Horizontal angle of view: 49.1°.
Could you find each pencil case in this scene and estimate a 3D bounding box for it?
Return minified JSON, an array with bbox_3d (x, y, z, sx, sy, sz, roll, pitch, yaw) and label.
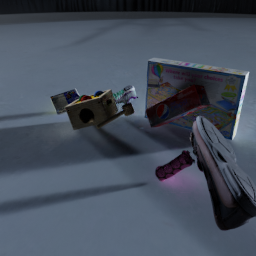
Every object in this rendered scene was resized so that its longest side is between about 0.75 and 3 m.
[{"bbox_3d":[1.042,0.860,6.372,0.917,0.416,0.429,-36,24,32],"label":"pencil case"}]

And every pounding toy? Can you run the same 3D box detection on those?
[{"bbox_3d":[-0.817,-0.631,8.373,1.932,0.884,1.698,-13,15,17],"label":"pounding toy"}]

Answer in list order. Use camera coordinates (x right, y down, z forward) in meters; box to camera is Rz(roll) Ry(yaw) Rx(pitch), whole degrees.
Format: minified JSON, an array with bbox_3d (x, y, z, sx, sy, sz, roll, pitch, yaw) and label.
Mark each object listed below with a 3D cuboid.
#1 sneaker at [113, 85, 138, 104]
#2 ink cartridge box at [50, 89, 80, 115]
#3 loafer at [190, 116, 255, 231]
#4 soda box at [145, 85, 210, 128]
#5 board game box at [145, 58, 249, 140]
[{"bbox_3d":[-0.307,-1.023,10.393,1.373,0.601,0.511,-26,28,4],"label":"sneaker"},{"bbox_3d":[-2.160,-0.893,9.975,0.979,0.233,0.991,-20,56,-15],"label":"ink cartridge box"},{"bbox_3d":[1.714,0.756,5.715,1.006,0.882,2.800,32,25,-23],"label":"loafer"},{"bbox_3d":[1.433,-0.619,8.321,1.850,0.648,0.587,-25,-13,39],"label":"soda box"},{"bbox_3d":[1.952,-0.952,8.631,2.947,1.982,0.504,17,31,27],"label":"board game box"}]
